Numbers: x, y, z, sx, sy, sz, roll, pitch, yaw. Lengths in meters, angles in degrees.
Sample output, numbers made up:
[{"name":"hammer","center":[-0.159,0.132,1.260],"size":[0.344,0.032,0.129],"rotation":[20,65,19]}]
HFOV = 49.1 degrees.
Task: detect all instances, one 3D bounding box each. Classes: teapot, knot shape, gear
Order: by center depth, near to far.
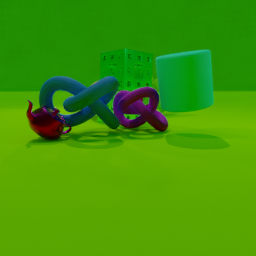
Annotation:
[{"name":"teapot","center":[-1.703,-0.169,5.922],"size":[1.284,0.629,0.798],"rotation":[33,9,-45]},{"name":"knot shape","center":[-1.131,-0.566,6.474],"size":[1.865,0.921,1.993],"rotation":[2,-19,3]},{"name":"knot shape","center":[0.195,-0.467,7.224],"size":[1.519,0.750,1.623],"rotation":[4,-27,41]},{"name":"gear","center":[1.172,-1.416,11.637],"size":[1.701,1.701,0.315],"rotation":[-6,-31,-37]}]

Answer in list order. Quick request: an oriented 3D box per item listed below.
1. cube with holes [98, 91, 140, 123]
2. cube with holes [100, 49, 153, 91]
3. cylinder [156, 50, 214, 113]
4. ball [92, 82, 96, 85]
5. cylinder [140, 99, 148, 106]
[{"name":"cube with holes","center":[-0.302,-0.683,9.003],"size":[0.986,0.986,0.986],"rotation":[-7,10,-39]},{"name":"cube with holes","center":[-0.063,-1.842,9.187],"size":[1.225,1.225,1.225],"rotation":[-5,9,-43]},{"name":"cylinder","center":[1.302,-1.088,6.424],"size":[1.215,1.215,1.215],"rotation":[-8,16,2]},{"name":"ball","center":[-0.946,-1.176,10.811],"size":[1.324,1.324,1.324],"rotation":[0,8,0]},{"name":"cylinder","center":[0.588,-1.389,12.662],"size":[1.160,1.160,1.160],"rotation":[11,8,-1]}]
